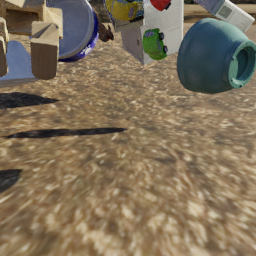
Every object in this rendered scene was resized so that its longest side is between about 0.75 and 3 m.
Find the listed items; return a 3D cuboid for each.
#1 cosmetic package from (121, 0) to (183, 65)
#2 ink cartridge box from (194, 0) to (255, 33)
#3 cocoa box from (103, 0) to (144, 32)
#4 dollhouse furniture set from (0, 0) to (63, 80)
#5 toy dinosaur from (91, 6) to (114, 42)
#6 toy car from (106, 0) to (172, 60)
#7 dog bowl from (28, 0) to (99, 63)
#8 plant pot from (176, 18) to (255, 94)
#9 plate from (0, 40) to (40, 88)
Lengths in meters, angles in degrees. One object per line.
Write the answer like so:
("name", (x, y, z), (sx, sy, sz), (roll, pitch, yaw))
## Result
("cosmetic package", (0.765, -3.646, 9.708), (1.691, 2.033, 1.702), (-24, 45, -15))
("ink cartridge box", (1.942, -2.985, 6.505), (1.856, 0.404, 1.611), (-6, 49, -49))
("cocoa box", (-0.150, -3.343, 7.373), (0.857, 0.843, 1.285), (-16, 61, -5))
("dollhouse furniture set", (-2.006, -1.530, 4.175), (1.980, 1.289, 1.819), (1, 61, -16))
("toy dinosaur", (-1.789, -4.043, 9.384), (1.235, 2.877, 1.950), (8, 40, 44))
("toy car", (0.450, -2.305, 6.337), (1.935, 1.821, 0.432), (2, 40, 35))
("dog bowl", (-1.583, -2.499, 6.919), (1.670, 1.670, 0.658), (5, 0, 12))
("plant pot", (1.806, -1.288, 5.359), (1.471, 1.471, 0.986), (-17, 30, -32))
("plate", (-3.164, -1.333, 6.032), (2.172, 0.351, 2.167), (-14, 41, -30))
